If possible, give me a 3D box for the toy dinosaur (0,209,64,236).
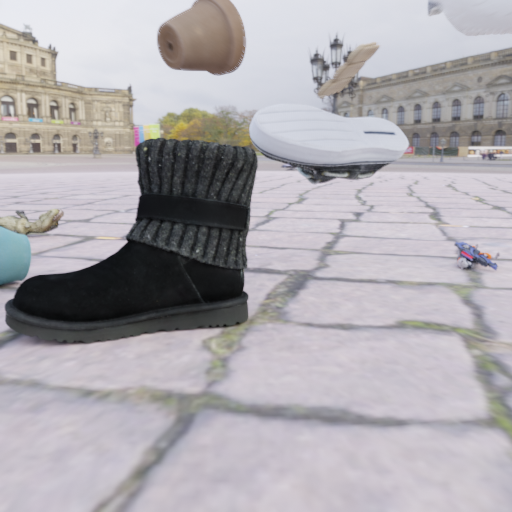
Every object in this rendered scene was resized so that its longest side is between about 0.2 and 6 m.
[{"bbox_3d":[-6.373,-0.777,13.209,3.434,0.815,1.513,1,-6,10],"label":"toy dinosaur"}]

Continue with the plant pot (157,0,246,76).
[{"bbox_3d":[-0.688,-2.498,6.463,0.785,0.900,0.900,-28,25,-34],"label":"plant pot"}]

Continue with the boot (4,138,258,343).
[{"bbox_3d":[-1.431,-0.266,6.666,2.998,2.241,1.128,-4,12,-20],"label":"boot"}]

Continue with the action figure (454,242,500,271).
[{"bbox_3d":[3.985,0.090,10.075,0.845,0.457,0.874,-15,43,-30],"label":"action figure"}]

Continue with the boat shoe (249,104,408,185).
[{"bbox_3d":[1.191,-1.683,9.378,3.245,1.151,1.169,-1,52,-35],"label":"boat shoe"}]

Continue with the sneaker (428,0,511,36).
[{"bbox_3d":[2.945,-3.025,6.826,0.753,0.793,1.971,-18,48,-29],"label":"sneaker"}]

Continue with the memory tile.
[{"bbox_3d":[1.811,-3.635,10.905,0.138,1.262,1.647,46,31,2],"label":"memory tile"}]

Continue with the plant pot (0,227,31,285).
[{"bbox_3d":[-4.098,0.000,8.614,1.047,1.114,1.114,4,6,-41],"label":"plant pot"}]
